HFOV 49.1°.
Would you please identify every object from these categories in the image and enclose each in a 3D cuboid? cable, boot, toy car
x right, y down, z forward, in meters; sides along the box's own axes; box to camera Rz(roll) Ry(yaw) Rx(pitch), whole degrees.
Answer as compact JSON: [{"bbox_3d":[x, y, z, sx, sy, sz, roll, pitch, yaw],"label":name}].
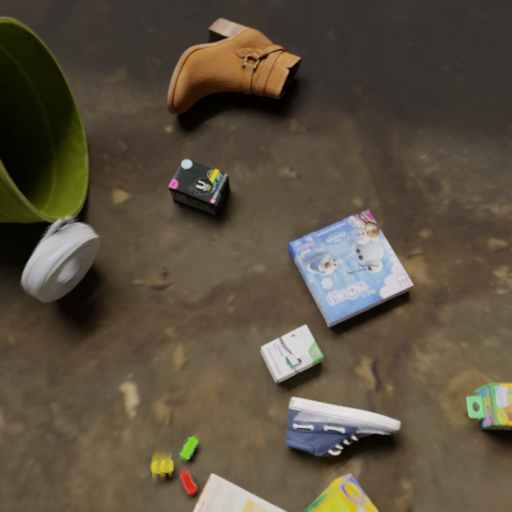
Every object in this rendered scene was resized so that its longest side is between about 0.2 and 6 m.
[{"bbox_3d":[-3.366,0.116,9.786,0.525,1.518,1.518,36,87,7],"label":"cable"},{"bbox_3d":[-0.445,-3.639,11.674,2.062,1.019,2.656,29,63,8],"label":"boot"},{"bbox_3d":[-1.211,3.365,9.189,0.826,0.184,0.778,31,64,-1],"label":"toy car"},{"bbox_3d":[1.397,2.917,9.215,1.826,0.664,0.825,9,78,8],"label":"boot"}]

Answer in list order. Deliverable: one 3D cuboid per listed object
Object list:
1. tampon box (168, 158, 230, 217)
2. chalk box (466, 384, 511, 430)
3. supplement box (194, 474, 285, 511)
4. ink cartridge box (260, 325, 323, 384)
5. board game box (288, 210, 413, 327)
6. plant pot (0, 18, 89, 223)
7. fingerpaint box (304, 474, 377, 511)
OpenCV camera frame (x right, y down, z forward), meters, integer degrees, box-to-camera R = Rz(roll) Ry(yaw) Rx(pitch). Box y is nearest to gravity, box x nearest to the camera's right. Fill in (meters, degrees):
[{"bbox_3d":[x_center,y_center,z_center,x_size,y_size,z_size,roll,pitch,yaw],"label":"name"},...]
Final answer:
[{"bbox_3d":[-1.087,-1.324,10.852,0.955,0.603,0.716,21,70,8],"label":"tampon box"},{"bbox_3d":[4.083,2.509,9.284,1.109,0.686,0.690,1,68,0],"label":"chalk box"},{"bbox_3d":[-0.231,4.152,8.658,1.495,0.550,0.942,27,71,4],"label":"supplement box"},{"bbox_3d":[0.610,1.717,9.763,0.903,0.381,0.659,-25,71,-10],"label":"ink cartridge box"},{"bbox_3d":[1.718,0.201,10.366,1.704,0.370,1.696,-24,71,-9],"label":"board game box"},{"bbox_3d":[-5.306,-2.019,9.927,3.337,3.466,3.466,-9,68,9],"label":"plant pot"},{"bbox_3d":[1.378,4.270,8.397,1.184,0.520,1.419,-29,76,-37],"label":"fingerpaint box"}]
